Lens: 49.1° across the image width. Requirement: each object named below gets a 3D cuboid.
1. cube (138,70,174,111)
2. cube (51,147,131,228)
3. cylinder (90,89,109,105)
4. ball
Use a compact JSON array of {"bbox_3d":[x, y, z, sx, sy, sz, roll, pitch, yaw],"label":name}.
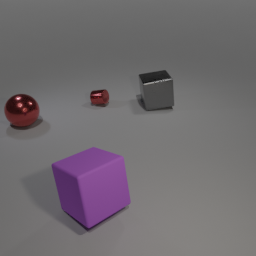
[{"bbox_3d":[1.363,-1.841,13.569,1.400,1.400,1.400,-10,30,-2],"label":"cube"},{"bbox_3d":[-0.965,1.478,7.418,1.400,1.400,1.400,-21,21,-37],"label":"cube"},{"bbox_3d":[-1.384,-1.516,13.708,0.700,0.700,0.700,-2,26,26],"label":"cylinder"},{"bbox_3d":[-4.441,-0.736,11.762,1.400,1.400,1.400,0,29,0],"label":"ball"}]
